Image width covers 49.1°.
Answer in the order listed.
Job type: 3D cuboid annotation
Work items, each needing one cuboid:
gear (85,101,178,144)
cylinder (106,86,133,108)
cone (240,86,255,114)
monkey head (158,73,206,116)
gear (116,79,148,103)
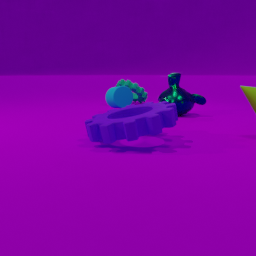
[{"bbox_3d":[0.069,-0.164,5.903,1.899,0.351,1.899,-11,13,3],"label":"gear"},{"bbox_3d":[-0.288,-1.003,9.162,0.711,0.711,0.711,-5,6,-24],"label":"cylinder"},{"bbox_3d":[2.878,-0.567,5.917,1.166,1.162,1.162,35,19,7],"label":"cone"},{"bbox_3d":[1.614,-1.061,9.193,1.788,1.286,1.077,-10,36,-10],"label":"monkey head"},{"bbox_3d":[0.170,-1.635,12.554,1.455,0.269,1.455,25,-15,7],"label":"gear"}]
